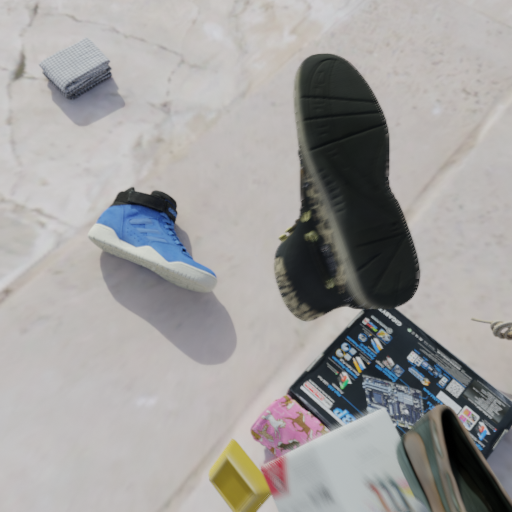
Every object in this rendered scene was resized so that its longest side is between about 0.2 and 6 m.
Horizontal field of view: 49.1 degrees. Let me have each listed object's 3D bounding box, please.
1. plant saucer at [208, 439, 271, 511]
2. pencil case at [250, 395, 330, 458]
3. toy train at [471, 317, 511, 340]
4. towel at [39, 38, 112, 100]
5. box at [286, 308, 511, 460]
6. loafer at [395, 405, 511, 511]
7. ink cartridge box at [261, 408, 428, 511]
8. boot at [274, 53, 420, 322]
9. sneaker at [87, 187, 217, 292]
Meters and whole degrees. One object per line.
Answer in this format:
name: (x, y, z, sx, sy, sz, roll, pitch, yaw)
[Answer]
plant saucer: (-0.225, 2.533, 6.241, 0.718, 0.718, 0.174, 45, 36, 23)
pencil case: (0.791, 2.740, 7.567, 1.843, 0.797, 0.763, 39, 62, 19)
toy train: (4.222, 1.728, 8.115, 2.306, 0.976, 1.334, 8, 75, 4)
towel: (-3.591, -3.756, 11.262, 1.174, 0.502, 0.972, -38, 66, -16)
box: (2.060, 2.116, 8.005, 2.605, 0.599, 2.071, 40, 69, 19)
loafer: (1.678, 1.949, 4.120, 0.684, 0.599, 1.904, 8, 30, -27)
ink cartridge box: (0.915, 2.348, 5.207, 1.007, 1.012, 1.393, -9, 65, -38)
boot: (0.686, -0.591, 6.316, 0.981, 2.053, 2.718, -10, 79, -21)
sneaker: (-1.481, -0.370, 9.181, 2.343, 0.899, 1.303, 22, 72, 19)
